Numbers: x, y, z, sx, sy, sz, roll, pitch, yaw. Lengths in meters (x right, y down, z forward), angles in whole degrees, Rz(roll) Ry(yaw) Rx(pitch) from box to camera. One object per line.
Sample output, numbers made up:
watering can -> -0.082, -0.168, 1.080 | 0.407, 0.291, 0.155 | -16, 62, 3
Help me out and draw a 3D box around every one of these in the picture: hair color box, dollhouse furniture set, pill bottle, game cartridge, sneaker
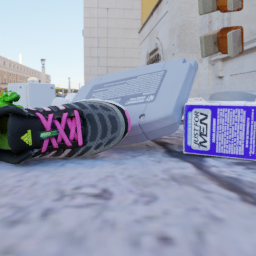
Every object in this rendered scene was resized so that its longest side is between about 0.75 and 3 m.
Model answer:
hair color box -> 2.209, 0.011, 3.989 | 2.522, 0.817, 1.379 | 6, 9, 30
dollhouse furniture set -> 3.033, -1.519, 5.133 | 1.521, 2.921, 2.952 | -29, 29, -36
pill bottle -> -1.451, -0.604, 9.026 | 1.859, 1.041, 1.041 | -5, 7, -40
game cartridge -> -0.102, -0.413, 4.943 | 2.466, 0.499, 1.644 | -5, 41, 36
sneaker -> -1.063, 0.071, 3.581 | 2.190, 0.808, 0.958 | -3, 6, 5

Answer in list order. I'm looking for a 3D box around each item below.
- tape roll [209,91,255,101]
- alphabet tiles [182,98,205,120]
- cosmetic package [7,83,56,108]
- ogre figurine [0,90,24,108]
tape roll -> 4.409, -0.935, 11.704 | 2.037, 0.673, 2.037 | 8, -8, 1
alphabet tiles -> 2.534, -0.651, 10.050 | 2.405, 0.179, 2.458 | -1, 23, -9
cosmetic package -> -5.495, -1.665, 16.023 | 2.135, 1.787, 1.776 | 4, 7, 36
ogre figurine -> -2.323, -0.191, 5.809 | 1.191, 0.974, 1.986 | 19, 26, 13
